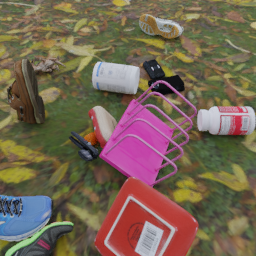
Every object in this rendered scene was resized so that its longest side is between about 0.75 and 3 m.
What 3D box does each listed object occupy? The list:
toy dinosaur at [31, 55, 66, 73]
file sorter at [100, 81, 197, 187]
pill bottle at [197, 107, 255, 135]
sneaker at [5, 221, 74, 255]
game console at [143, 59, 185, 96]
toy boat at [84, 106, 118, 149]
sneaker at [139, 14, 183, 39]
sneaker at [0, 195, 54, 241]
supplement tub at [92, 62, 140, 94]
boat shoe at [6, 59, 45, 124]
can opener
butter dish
[{"bbox_3d":[-3.507,-2.712,11.958,1.599,0.686,1.084,-23,21,-39],"label":"toy dinosaur"},{"bbox_3d":[0.731,0.122,8.005,1.740,1.570,2.504,38,48,-10],"label":"file sorter"},{"bbox_3d":[3.212,-0.243,9.272,1.669,0.937,0.937,1,45,1],"label":"pill bottle"},{"bbox_3d":[-1.996,2.798,6.610,1.656,0.636,0.694,-29,69,-21],"label":"sneaker"},{"bbox_3d":[1.347,-2.187,11.667,1.340,0.274,2.272,-13,48,-13],"label":"game console"},{"bbox_3d":[-0.921,0.154,8.966,1.123,1.121,1.718,-31,48,13],"label":"toy boat"},{"bbox_3d":[1.695,-5.134,14.306,2.425,0.917,1.063,33,36,26],"label":"sneaker"},{"bbox_3d":[-3.191,2.099,6.782,2.700,1.203,1.060,-9,46,-9],"label":"sneaker"},{"bbox_3d":[-0.454,-1.927,10.827,1.645,1.086,1.086,10,46,9],"label":"supplement tub"},{"bbox_3d":[-3.246,-0.938,8.645,0.979,2.881,1.036,-3,59,-9],"label":"boat shoe"},{"bbox_3d":[-1.342,0.507,8.365,1.321,0.419,0.520,44,17,34],"label":"can opener"},{"bbox_3d":[0.560,2.402,6.434,1.963,1.455,1.968,30,94,33],"label":"butter dish"}]
